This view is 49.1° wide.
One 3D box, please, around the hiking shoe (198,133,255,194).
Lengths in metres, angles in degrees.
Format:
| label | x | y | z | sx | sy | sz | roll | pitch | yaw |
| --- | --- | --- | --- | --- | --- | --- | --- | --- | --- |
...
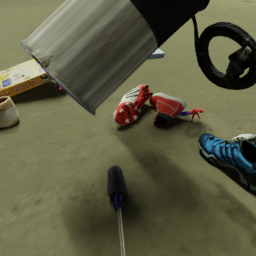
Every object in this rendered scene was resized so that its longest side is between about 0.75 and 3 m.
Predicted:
| label | x | y | z | sx | sy | sz | roll | pitch | yaw |
| --- | --- | --- | --- | --- | --- | --- | --- | --- | --- |
| hiking shoe | 2.635 | 0.569 | 6.794 | 0.823 | 0.960 | 2.213 | -19 | 37 | -28 |

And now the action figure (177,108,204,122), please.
| label | x | y | z | sx | sy | sz | roll | pitch | yaw |
| --- | --- | --- | --- | --- | --- | --- | --- | --- | --- |
| action figure | 1.934 | -0.363 | 8.945 | 1.021 | 0.506 | 0.333 | -11 | 26 | 27 |

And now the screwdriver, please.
| label | x | y | z | sx | sy | sz | roll | pitch | yaw |
| --- | --- | --- | --- | --- | --- | --- | --- | --- | --- |
| screwdriver | -0.158 | 1.808 | 5.452 | 0.417 | 0.435 | 2.993 | -4 | 36 | -5 |

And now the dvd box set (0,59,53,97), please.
| label | x | y | z | sx | sy | sz | roll | pitch | yaw |
| --- | --- | --- | --- | --- | --- | --- | --- | --- | --- |
| dvd box set | -4.187 | -1.880 | 10.632 | 2.731 | 0.402 | 1.998 | -25 | 38 | -12 |

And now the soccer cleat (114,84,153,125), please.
| label | x | y | z | sx | sy | sz | roll | pitch | yaw |
| --- | --- | --- | --- | --- | --- | --- | --- | --- | --- |
| soccer cleat | 0.045 | -0.748 | 9.237 | 0.889 | 0.716 | 2.087 | -10 | 32 | 42 |

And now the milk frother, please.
| label | x | y | z | sx | sy | sz | roll | pitch | yaw |
| --- | --- | --- | --- | --- | --- | --- | --- | --- | --- |
| milk frother | 0.337 | -1.243 | 4.920 | 2.803 | 2.690 | 2.980 | -44 | 61 | 2 |

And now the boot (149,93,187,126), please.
| label | x | y | z | sx | sy | sz | roll | pitch | yaw |
| --- | --- | --- | --- | --- | --- | --- | --- | --- | --- |
| boot | 0.979 | -0.574 | 9.088 | 1.115 | 0.560 | 1.546 | -43 | 33 | -19 |

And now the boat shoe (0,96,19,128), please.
| label | x | y | z | sx | sy | sz | roll | pitch | yaw |
| --- | --- | --- | --- | --- | --- | --- | --- | --- | --- |
| boat shoe | -4.821 | -0.480 | 8.463 | 2.773 | 0.959 | 1.022 | -9 | 33 | -14 |

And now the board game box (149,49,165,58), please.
| label | x | y | z | sx | sy | sz | roll | pitch | yaw |
| --- | --- | --- | --- | --- | --- | --- | --- | --- | --- |
| board game box | 1.207 | -3.994 | 14.745 | 0.984 | 0.238 | 1.301 | -10 | 34 | -16 |

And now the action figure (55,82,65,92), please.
| label | x | y | z | sx | sy | sz | roll | pitch | yaw |
| --- | --- | --- | --- | --- | --- | --- | --- | --- | --- |
| action figure | -2.650 | -1.950 | 10.811 | 1.086 | 0.977 | 1.458 | -13 | 50 | 4 |

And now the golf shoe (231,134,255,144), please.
| label | x | y | z | sx | sy | sz | roll | pitch | yaw |
| --- | --- | --- | --- | --- | --- | --- | --- | --- | --- |
| golf shoe | 3.189 | 0.341 | 7.858 | 0.872 | 0.341 | 0.424 | -5 | 15 | -18 |
